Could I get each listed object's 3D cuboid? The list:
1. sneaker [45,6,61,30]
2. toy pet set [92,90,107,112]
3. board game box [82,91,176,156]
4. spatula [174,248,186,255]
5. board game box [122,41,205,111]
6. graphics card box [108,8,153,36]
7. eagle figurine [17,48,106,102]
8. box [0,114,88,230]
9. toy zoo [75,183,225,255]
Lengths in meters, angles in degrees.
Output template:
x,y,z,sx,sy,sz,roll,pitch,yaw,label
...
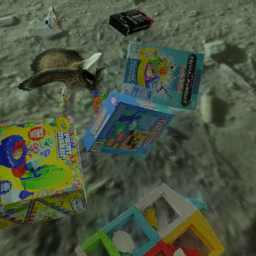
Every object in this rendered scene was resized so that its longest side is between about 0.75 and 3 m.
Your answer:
x,y,z,sx,sy,sz,roll,pitch,yaw,label
-2.719,-3.872,9.827,0.482,0.412,1.093,-24,53,4,sneaker
-0.192,-0.387,6.950,1.227,0.652,1.146,15,60,-43,toy pet set
0.048,-0.007,6.072,1.727,1.313,0.388,10,33,-43,board game box
0.919,2.872,4.743,0.941,0.109,1.353,-22,52,-20,spatula
0.899,-1.348,7.425,1.991,0.467,1.503,8,93,-5,board game box
0.113,-3.755,9.890,0.880,0.357,1.402,43,50,19,graphics card box
-1.752,-1.454,7.612,2.068,1.569,1.560,18,82,-12,eagle figurine
-1.909,0.890,5.974,1.811,1.147,1.881,-10,53,-9,box
0.575,2.259,5.447,2.689,0.275,1.764,-30,58,-21,toy zoo
